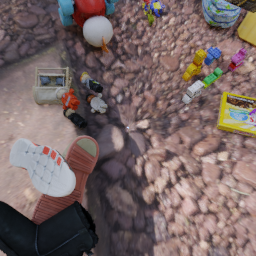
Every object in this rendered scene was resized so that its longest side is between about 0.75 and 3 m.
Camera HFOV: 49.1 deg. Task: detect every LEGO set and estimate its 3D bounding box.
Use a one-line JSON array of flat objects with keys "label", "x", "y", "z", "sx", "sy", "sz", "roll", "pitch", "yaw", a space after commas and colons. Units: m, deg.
[{"label": "LEGO set", "x": 2.510, "y": -1.966, "z": 8.632, "sx": 2.547, "sy": 1.045, "sz": 0.972, "roll": -36, "pitch": 69, "yaw": -15}]

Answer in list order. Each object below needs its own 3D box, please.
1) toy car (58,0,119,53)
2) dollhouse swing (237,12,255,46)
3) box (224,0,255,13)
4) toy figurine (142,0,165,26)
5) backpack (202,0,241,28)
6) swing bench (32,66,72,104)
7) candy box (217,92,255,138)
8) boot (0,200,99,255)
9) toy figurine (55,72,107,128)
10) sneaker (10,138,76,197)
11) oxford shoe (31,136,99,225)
[{"label": "toy car", "x": -1.100, "y": -3.379, "z": 9.254, "sx": 1.866, "sy": 1.790, "sz": 2.024, "roll": -19, "pitch": 94, "yaw": -11}, {"label": "dollhouse swing", "x": 4.868, "y": -3.608, "z": 9.814, "sx": 1.692, "sy": 1.487, "sz": 1.537, "roll": 34, "pitch": 28, "yaw": 15}, {"label": "box", "x": 2.690, "y": -3.254, "z": 6.619, "sx": 1.346, "sy": 1.669, "sz": 0.410, "roll": 25, "pitch": 106, "yaw": 2}, {"label": "toy figurine", "x": 0.997, "y": -4.298, "z": 9.972, "sx": 0.749, "sy": 0.659, "sz": 1.250, "roll": -8, "pitch": 66, "yaw": -9}, {"label": "backpack", "x": 3.273, "y": -4.381, "z": 9.734, "sx": 1.497, "sy": 1.411, "sz": 1.836, "roll": 10, "pitch": 79, "yaw": -2}, {"label": "swing bench", "x": -2.294, "y": -1.271, "z": 8.526, "sx": 1.012, "sy": 0.660, "sz": 1.018, "roll": 0, "pitch": 65, "yaw": 0}, {"label": "candy box", "x": 3.888, "y": -0.269, "z": 8.248, "sx": 2.357, "sy": 0.311, "sz": 1.205, "roll": 14, "pitch": 68, "yaw": 6}, {"label": "boot", "x": -1.850, "y": 2.214, "z": 6.271, "sx": 1.871, "sy": 0.845, "sz": 2.283, "roll": -26, "pitch": 109, "yaw": -2}, {"label": "toy figurine", "x": -1.319, "y": -0.795, "z": 7.992, "sx": 1.261, "sy": 1.281, "sz": 0.891, "roll": -40, "pitch": 56, "yaw": -19}, {"label": "sneaker", "x": -1.557, "y": 0.747, "z": 5.623, "sx": 2.022, "sy": 0.828, "sz": 0.779, "roll": 25, "pitch": 87, "yaw": 40}, {"label": "oxford shoe", "x": -1.619, "y": 1.478, "z": 7.211, "sx": 0.982, "sy": 1.024, "sz": 2.774, "roll": 32, "pitch": 82, "yaw": -19}]
